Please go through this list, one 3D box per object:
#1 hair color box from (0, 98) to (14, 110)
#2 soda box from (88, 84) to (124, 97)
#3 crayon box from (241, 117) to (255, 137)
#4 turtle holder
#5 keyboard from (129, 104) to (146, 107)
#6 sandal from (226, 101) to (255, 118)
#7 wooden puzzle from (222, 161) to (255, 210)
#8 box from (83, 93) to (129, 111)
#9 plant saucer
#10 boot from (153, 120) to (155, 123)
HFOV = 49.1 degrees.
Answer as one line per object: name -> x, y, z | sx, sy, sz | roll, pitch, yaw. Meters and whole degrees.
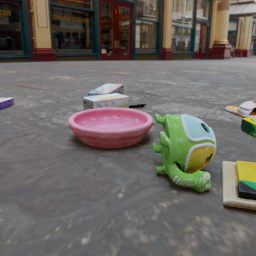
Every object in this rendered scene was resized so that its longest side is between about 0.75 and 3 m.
hair color box -> -6.202, -1.198, 13.673 | 0.668, 0.396, 1.222 | 2, 15, 9
soda box -> -1.016, -1.540, 13.849 | 1.007, 0.936, 2.945 | 4, 17, 12
crayon box -> 4.959, 0.001, 9.645 | 1.541, 0.449, 1.330 | -3, 19, -9
turtle holder -> 1.344, 0.445, 6.520 | 1.343, 1.437, 1.891 | 0, 16, -3
keyboard -> 0.457, -1.047, 13.689 | 0.903, 0.179, 0.470 | -8, -4, -21
sandal -> 5.082, -0.871, 12.169 | 0.846, 0.632, 2.207 | -7, 18, -22
wooden puzzle -> 3.010, 1.171, 5.945 | 1.902, 0.383, 2.056 | 5, 18, 16
box -> -0.901, -0.894, 11.825 | 1.723, 0.873, 0.969 | -12, 21, -34
plant saucer -> -0.557, -0.032, 9.266 | 2.754, 0.698, 2.754 | 1, 18, 0
boot -> 0.703, -0.379, 11.054 | 0.770, 0.348, 0.280 | 5, 18, 16
